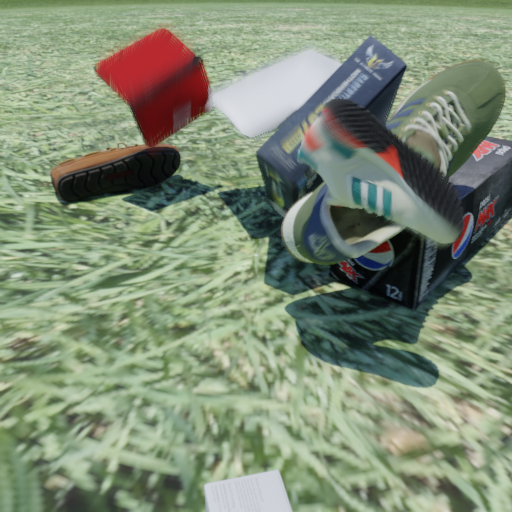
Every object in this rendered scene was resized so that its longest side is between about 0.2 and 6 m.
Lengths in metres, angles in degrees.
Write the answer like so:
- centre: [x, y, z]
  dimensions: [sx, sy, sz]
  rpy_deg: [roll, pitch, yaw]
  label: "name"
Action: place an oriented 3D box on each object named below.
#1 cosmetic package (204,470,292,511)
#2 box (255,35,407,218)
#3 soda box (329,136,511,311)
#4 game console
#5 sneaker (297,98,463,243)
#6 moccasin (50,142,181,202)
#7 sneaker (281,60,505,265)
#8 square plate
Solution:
- centre: [-0.062, 2.198, 4.600]
  dimensions: [0.642, 0.537, 0.534]
  rpy_deg: [-6, 29, -13]
  label: "cosmetic package"
- centre: [1.086, -1.672, 8.482]
  dimensions: [0.716, 2.805, 2.212]
  rpy_deg: [43, 86, 9]
  label: "box"
- centre: [2.938, -0.820, 9.088]
  dimensions: [1.501, 1.343, 4.241]
  rpy_deg: [23, 36, 34]
  label: "soda box"
- centre: [-1.783, -3.030, 10.087]
  dimensions: [1.662, 1.432, 0.986]
  rpy_deg: [-40, 47, -24]
  label: "game console"
- centre: [1.205, -0.703, 5.617]
  dimensions: [1.836, 0.858, 0.646]
  rpy_deg: [39, 48, -5]
  label: "sneaker"
- centre: [-2.800, -1.778, 11.313]
  dimensions: [2.601, 0.951, 1.004]
  rpy_deg: [-21, 43, -16]
  label: "moccasin"
- centre: [1.840, -1.077, 6.489]
  dimensions: [3.435, 1.152, 1.542]
  rpy_deg: [-41, 9, -3]
  label: "sneaker"
- centre: [0.445, -2.745, 9.518]
  dimensions: [2.161, 0.310, 2.181]
  rpy_deg: [-27, 36, -6]
  label: "square plate"
